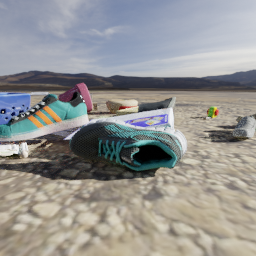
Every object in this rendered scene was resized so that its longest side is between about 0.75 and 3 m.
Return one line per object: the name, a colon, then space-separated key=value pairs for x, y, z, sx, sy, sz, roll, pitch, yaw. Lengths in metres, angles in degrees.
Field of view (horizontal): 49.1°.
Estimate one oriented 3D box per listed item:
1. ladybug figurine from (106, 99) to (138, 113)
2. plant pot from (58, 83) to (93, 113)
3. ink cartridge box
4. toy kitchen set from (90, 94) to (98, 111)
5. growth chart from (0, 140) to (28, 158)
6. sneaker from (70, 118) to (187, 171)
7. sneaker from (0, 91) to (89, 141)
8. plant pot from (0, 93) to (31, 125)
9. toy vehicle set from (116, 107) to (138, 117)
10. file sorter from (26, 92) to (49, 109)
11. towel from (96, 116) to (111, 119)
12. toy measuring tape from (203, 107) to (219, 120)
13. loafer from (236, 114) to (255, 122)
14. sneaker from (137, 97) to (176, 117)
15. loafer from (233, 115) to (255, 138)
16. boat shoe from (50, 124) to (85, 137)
ladybug figurine: x=-0.329 y=-1.272 z=16.292 sx=2.067 sy=0.744 sz=1.403 roll=-6 pitch=11 yaw=-33
plant pot: x=-2.973 y=-1.491 z=15.567 sx=1.522 sy=1.701 sz=1.701 roll=-20 pitch=16 yaw=-19
ink cartridge box: x=-0.065 y=0.046 z=8.127 sx=2.772 sy=0.602 sz=2.746 roll=-7 pitch=11 yaw=11
toy kitchen set: x=-2.609 y=-1.638 z=17.670 sx=1.248 sy=1.018 sz=1.126 roll=-3 pitch=10 yaw=-15
growth chart: x=-3.844 y=0.560 z=7.168 sx=2.556 sy=0.227 sz=1.850 roll=-2 pitch=10 yaw=-13
sneaker: x=-0.051 y=0.397 z=6.040 sx=2.649 sy=1.028 sz=1.208 roll=0 pitch=13 yaw=8
sneaker: x=-2.555 y=-0.384 z=8.215 sx=2.812 sy=1.123 sz=1.003 roll=-16 pitch=12 yaw=-32
plant pot: x=-4.260 y=-0.417 z=9.252 sx=1.610 sy=1.448 sz=1.610 roll=8 pitch=12 yaw=42
toy vehicle set: x=0.752 y=-0.817 z=14.787 sx=1.710 sy=0.365 sz=2.752 roll=5 pitch=11 yaw=26
file sorter: x=-4.971 y=-1.359 z=15.625 sx=1.308 sy=1.174 sz=1.886 roll=-3 pitch=11 yaw=-14
towel: x=-1.109 y=-0.429 z=13.128 sx=0.684 sy=0.168 sz=0.922 roll=4 pitch=10 yaw=15
toy measuring tape: x=4.146 y=-0.777 z=14.041 sx=0.590 sy=0.590 sz=1.604 roll=7 pitch=12 yaw=35
loafer: x=5.443 y=-0.427 z=11.370 sx=2.001 sy=0.683 sz=0.757 roll=2 pitch=4 yaw=14
sneaker: x=1.349 y=-0.880 z=12.871 sx=1.575 sy=1.109 sz=2.965 roll=4 pitch=12 yaw=12
loafer: x=3.945 y=-0.058 z=9.445 sx=0.671 sy=0.670 sz=1.919 roll=5 pitch=11 yaw=27
boat shoe: x=-1.960 y=-0.162 z=9.573 sx=2.518 sy=0.823 sz=0.926 roll=5 pitch=12 yaw=29
